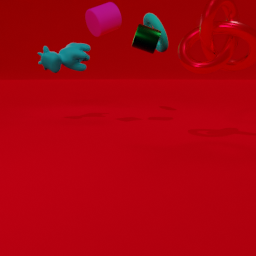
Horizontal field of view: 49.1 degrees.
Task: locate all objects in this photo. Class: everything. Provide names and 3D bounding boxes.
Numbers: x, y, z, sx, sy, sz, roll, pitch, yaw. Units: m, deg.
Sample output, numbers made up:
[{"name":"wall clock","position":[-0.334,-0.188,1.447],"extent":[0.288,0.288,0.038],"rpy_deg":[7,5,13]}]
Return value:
[{"name":"cylinder","position":[-0.739,-3.269,8.440],"extent":[0.798,0.798,0.798],"rpy_deg":[-32,25,-25]},{"name":"cow figurine","position":[-2.251,-2.544,9.974],"extent":[1.629,0.909,1.655],"rpy_deg":[9,39,-3]},{"name":"ring","position":[1.160,-3.979,11.763],"extent":[0.341,1.704,1.704],"rpy_deg":[-29,14,-4]},{"name":"knot shape","position":[2.043,-1.995,6.637],"extent":[1.769,1.891,0.874],"rpy_deg":[-30,13,9]},{"name":"cylinder","position":[0.581,-2.825,8.892],"extent":[0.747,0.747,0.747],"rpy_deg":[19,11,-3]}]
